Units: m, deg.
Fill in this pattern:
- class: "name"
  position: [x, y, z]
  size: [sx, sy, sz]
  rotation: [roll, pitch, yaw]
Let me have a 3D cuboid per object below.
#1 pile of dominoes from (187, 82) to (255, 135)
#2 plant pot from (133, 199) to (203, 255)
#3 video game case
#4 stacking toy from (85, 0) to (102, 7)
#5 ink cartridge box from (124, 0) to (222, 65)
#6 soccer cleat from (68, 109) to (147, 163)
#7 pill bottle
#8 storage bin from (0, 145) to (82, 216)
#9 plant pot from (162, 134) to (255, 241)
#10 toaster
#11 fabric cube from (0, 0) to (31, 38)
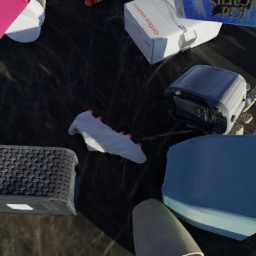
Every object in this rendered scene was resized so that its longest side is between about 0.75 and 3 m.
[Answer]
- class: "pile of dominoes"
  position: [3.217, -0.331, 8.079]
  size: [2.562, 0.408, 1.997]
  rotation: [-40, 48, -19]
- class: "plant pot"
  position: [0.689, 2.410, 6.274]
  size: [1.405, 1.405, 1.500]
  rotation: [-18, 51, -9]
- class: "video game case"
  position: [2.062, -3.773, 6.671]
  size: [0.608, 2.426, 2.677]
  rotation: [-40, 41, -18]
- class: "stacking toy"
  position: [-1.109, -4.943, 10.545]
  size: [1.159, 0.495, 0.495]
  rotation: [-40, 69, -11]
- class: "ink cartridge box"
  position: [1.471, -3.593, 9.411]
  size: [2.695, 1.128, 1.956]
  rotation: [-25, 65, -13]
- class: "soccer cleat"
  position: [-0.570, 0.394, 7.581]
  size: [2.364, 0.819, 0.917]
  rotation: [32, 72, 23]
- class: "pill bottle"
  position: [-3.564, -4.253, 9.597]
  size: [1.432, 1.432, 2.460]
  rotation: [-6, 63, -3]
- class: "storage bin"
  position: [-2.470, 1.282, 6.547]
  size: [2.529, 1.710, 1.186]
  rotation: [3, 62, 2]
- class: "plant pot"
  position: [1.831, 1.289, 6.495]
  size: [1.989, 1.947, 1.952]
  rotation: [7, 62, 11]
- class: "toaster"
  position: [2.113, -0.850, 7.776]
  size: [2.295, 1.304, 1.482]
  rotation: [25, 57, 38]
- class: "fabric cube"
  position: [-2.627, -2.782, 5.444]
  size: [1.303, 1.283, 1.307]
  rotation: [-26, 44, 36]
